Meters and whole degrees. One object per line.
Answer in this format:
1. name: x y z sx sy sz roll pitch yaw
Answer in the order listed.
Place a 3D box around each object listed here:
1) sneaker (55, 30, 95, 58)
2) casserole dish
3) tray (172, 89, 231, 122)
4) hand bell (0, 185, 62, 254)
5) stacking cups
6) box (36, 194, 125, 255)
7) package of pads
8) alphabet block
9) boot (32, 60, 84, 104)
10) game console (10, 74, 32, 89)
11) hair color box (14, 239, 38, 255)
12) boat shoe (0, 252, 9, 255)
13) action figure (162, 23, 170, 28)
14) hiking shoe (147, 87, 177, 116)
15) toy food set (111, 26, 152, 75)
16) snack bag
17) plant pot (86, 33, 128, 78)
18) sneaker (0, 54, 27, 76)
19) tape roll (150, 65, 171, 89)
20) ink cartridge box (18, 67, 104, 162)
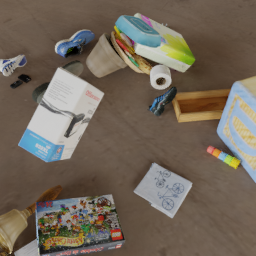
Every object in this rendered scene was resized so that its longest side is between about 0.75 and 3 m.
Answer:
1. sneaker: -2.566 -4.227 14.393 2.233 0.877 0.996 -38 69 -20
2. casserole dish: 0.386 -3.333 9.500 1.167 0.374 1.927 -9 47 -37
3. tray: 3.267 -0.950 11.683 2.635 0.488 1.300 -4 49 -5
4. hand bell: -2.930 2.485 8.522 1.224 1.224 2.350 31 44 24
5. stacking cups: 3.405 1.045 10.084 1.182 0.357 0.357 28 55 28
6. box: -1.397 2.765 7.997 2.302 0.434 1.572 -1 41 -22
7. package of pads: 1.516 -4.033 13.285 2.972 1.014 2.296 15 42 -28
8. alphabet block: 5.138 -0.184 9.541 2.745 2.696 2.682 -16 53 -14
9. boot: -2.486 -1.570 12.059 1.871 0.970 2.864 34 63 18
10. game console: -5.012 -2.149 12.954 0.591 0.121 1.002 29 54 23
11. hair color box: -2.068 3.920 7.360 1.000 0.612 2.019 -28 54 -23
12. boat shoe: -3.512 3.628 7.801 0.923 0.349 0.341 17 48 13
13. action figure: 2.058 -5.445 15.705 0.684 0.317 1.158 3 53 -1
14. hiking shoe: 1.417 -1.201 11.555 0.619 0.532 1.429 39 88 34
15. toy food set: 0.112 -3.538 12.893 0.598 2.433 2.458 -37 54 21
16. snack bag: 1.144 2.014 9.314 1.553 0.166 1.464 27 54 21
17. plant pot: -1.049 -3.167 12.778 1.513 1.743 1.743 -35 48 19
18. sneaker: -5.697 -3.161 13.519 0.839 0.587 1.453 28 56 20
19. tape roll: 1.456 -2.272 12.532 0.917 0.917 0.629 0 48 0
20. ink cartridge box: -1.801 -0.319 8.001 0.981 1.700 2.343 28 92 10
